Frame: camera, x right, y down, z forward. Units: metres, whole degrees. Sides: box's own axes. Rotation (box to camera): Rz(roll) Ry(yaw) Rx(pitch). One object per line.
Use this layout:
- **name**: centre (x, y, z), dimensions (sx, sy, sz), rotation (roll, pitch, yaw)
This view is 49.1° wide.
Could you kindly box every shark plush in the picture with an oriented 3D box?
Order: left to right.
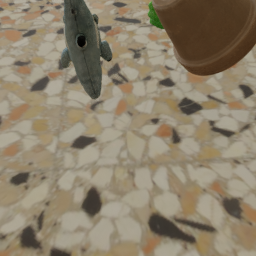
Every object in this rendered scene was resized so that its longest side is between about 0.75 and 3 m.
- **shark plush**: centre (-0.853, -1.980, 5.895), dimensions (1.255, 2.762, 1.150), rotation (0, 45, -9)

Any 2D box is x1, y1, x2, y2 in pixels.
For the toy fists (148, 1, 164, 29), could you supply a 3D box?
- **toy fists**: centre (1.317, -4.095, 8.571), dimensions (1.076, 2.110, 0.726), rotation (23, 37, 1)

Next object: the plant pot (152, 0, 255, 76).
- **plant pot**: centre (1.691, -2.737, 6.582), dimensions (2.323, 2.026, 2.323), rotation (-26, 50, 34)
